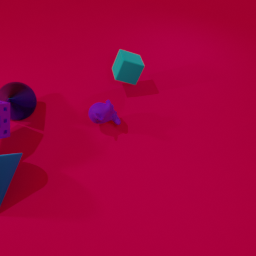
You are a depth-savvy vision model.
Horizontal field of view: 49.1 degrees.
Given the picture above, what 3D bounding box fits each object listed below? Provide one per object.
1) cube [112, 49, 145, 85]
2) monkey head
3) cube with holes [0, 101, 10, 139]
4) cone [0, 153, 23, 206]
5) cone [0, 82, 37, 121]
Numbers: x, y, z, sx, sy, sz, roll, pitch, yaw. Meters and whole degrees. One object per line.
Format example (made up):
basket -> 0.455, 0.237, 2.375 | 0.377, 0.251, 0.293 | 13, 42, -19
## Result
cube -> -0.008, -1.982, 9.142 | 0.752, 0.752, 0.752 | 11, 38, -22
monkey head -> -0.704, -0.344, 8.237 | 0.767, 1.273, 0.916 | -33, 98, -7
cube with holes -> -3.851, -0.236, 7.453 | 0.946, 0.946, 0.946 | 13, 16, 27
cone -> -3.297, 1.408, 6.891 | 1.432, 1.432, 1.437 | -5, 88, -5
cone -> -3.367, -0.818, 8.207 | 1.219, 1.223, 1.219 | -1, 92, -13
